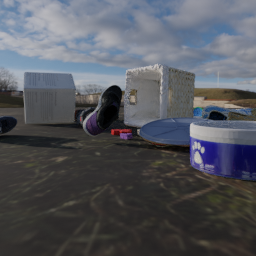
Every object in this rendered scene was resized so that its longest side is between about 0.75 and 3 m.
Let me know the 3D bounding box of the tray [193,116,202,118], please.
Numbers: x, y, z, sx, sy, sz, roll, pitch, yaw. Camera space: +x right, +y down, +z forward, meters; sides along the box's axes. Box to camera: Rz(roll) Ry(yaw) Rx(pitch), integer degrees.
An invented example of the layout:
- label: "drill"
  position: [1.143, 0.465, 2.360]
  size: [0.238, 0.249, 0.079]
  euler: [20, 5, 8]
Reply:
- label: "tray"
  position: [3.333, -0.437, 14.676]
  size: [2.826, 0.313, 1.517]
  euler: [0, 4, -4]

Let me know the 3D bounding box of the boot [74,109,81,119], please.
- label: "boot"
  position: [-3.662, -0.800, 16.771]
  size: [1.873, 0.641, 1.763]
  euler: [-1, 6, -2]

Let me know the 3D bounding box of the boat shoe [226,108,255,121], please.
- label: "boat shoe"
  position: [4.624, -0.294, 10.155]
  size: [0.821, 0.873, 2.292]
  euler: [-5, 8, -44]

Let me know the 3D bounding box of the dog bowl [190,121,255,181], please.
- label: "dog bowl"
  position: [1.992, 0.298, 4.742]
  size: [1.855, 0.731, 1.855]
  euler: [0, 6, 0]

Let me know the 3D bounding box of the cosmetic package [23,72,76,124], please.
- label: "cosmetic package"
  position: [-3.933, -1.520, 14.024]
  size: [2.379, 1.961, 1.963]
  euler: [-1, 34, -19]

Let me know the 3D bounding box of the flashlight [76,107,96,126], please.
- label: "flashlight"
  position: [-1.659, -0.456, 11.695]
  size: [0.899, 0.903, 2.656]
  euler: [-5, 8, -14]

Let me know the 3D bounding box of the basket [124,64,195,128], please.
- label: "basket"
  position: [1.331, -1.258, 11.906]
  size: [2.032, 2.504, 2.527]
  euler: [-1, 5, -35]

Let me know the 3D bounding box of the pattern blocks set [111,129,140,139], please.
- label: "pattern blocks set"
  position: [1.058, 0.157, 8.897]
  size: [2.780, 0.225, 2.444]
  euler: [-1, 6, -19]

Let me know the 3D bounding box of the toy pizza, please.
- label: "toy pizza"
  position: [1.391, 0.143, 7.205]
  size: [2.220, 0.352, 2.220]
  euler: [-3, 16, 1]

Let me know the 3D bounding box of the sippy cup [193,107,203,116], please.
- label: "sippy cup"
  position: [4.415, -0.859, 17.084]
  size: [0.757, 1.032, 0.811]
  euler: [10, -45, -47]

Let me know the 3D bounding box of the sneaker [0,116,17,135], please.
- label: "sneaker"
  position: [-3.976, -0.074, 8.719]
  size: [1.153, 0.607, 1.595]
  euler: [-9, 8, 39]

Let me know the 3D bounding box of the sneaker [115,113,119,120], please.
- label: "sneaker"
  position: [-0.974, -0.856, 16.218]
  size: [0.906, 0.862, 2.287]
  euler: [2, 6, -1]

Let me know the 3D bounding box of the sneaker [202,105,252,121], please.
- label: "sneaker"
  position: [4.477, -0.374, 11.952]
  size: [2.630, 0.945, 0.953]
  euler: [7, 39, 7]

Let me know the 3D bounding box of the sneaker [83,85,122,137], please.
- label: "sneaker"
  position: [-0.460, -0.574, 7.955]
  size: [0.852, 0.737, 1.947]
  euler: [-22, 33, 44]
